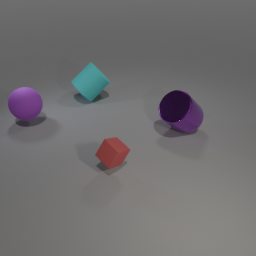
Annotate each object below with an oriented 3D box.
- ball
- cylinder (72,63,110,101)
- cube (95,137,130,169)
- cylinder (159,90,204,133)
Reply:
[{"bbox_3d":[-4.377,-1.034,11.978,1.400,1.400,1.400,0,30,0],"label":"ball"},{"bbox_3d":[-1.877,-2.330,14.186,1.400,1.400,1.400,-44,35,6],"label":"cylinder"},{"bbox_3d":[-0.494,0.799,9.172,0.700,0.700,0.700,41,23,24],"label":"cube"},{"bbox_3d":[2.157,-0.632,11.317,1.400,1.400,1.400,27,-1,38],"label":"cylinder"}]
